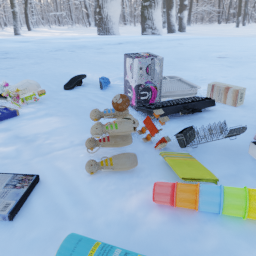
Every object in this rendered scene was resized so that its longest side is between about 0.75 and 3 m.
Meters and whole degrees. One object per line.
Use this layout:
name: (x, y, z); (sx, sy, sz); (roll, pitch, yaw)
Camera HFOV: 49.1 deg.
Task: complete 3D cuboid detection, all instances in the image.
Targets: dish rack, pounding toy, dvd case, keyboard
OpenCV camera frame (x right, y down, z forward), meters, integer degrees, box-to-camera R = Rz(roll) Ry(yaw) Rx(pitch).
dish rack: (2.284, 0.108, 7.642); (1.771, 0.483, 1.358); (-15, 5, 28)
pounding toy: (-0.071, -0.007, 9.020); (0.647, 0.650, 1.132); (41, 48, 17)
dish rack: (1.812, -1.861, 13.069); (2.333, 0.592, 2.718); (-6, 23, -16)
dvd case: (-3.073, 1.364, 5.869); (2.017, 0.177, 1.439); (2, 22, 5)
keyboard: (1.944, -0.845, 10.482); (2.931, 0.376, 1.760); (-12, 22, -26)

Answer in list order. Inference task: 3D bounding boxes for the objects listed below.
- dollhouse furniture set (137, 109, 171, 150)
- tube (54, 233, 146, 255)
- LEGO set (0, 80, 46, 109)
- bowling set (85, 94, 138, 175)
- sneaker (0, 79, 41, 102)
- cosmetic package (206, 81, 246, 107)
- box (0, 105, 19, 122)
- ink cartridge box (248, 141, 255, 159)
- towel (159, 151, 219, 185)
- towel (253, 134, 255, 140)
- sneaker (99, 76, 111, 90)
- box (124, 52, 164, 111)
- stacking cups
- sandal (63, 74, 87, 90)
dollhouse furniture set: (0.750, 0.107, 7.955); (0.509, 0.989, 0.978); (-13, 61, -43)
tube: (0.367, 2.107, 3.603); (2.759, 0.695, 1.068); (11, 34, 16)
LEGO set: (-4.236, -1.245, 11.454); (2.004, 0.922, 0.746); (8, 27, -48)
bowling set: (-0.563, -0.110, 7.235); (1.288, 1.670, 2.399); (-8, 28, -4)
sneaker: (-4.870, -1.516, 12.179); (2.113, 0.823, 1.050); (-11, 30, -4)
cosmetic package: (4.134, -1.456, 11.888); (0.641, 0.759, 1.468); (-18, 28, -37)
box: (-4.933, -0.411, 10.016); (1.033, 0.276, 1.705); (14, 28, 30)
ink cartridge box: (4.050, 0.942, 6.618); (1.141, 0.447, 2.409); (-4, 25, -10)
towel: (1.316, 0.877, 6.438); (0.821, 0.172, 1.907); (3, 10, -7)
towel: (5.098, 0.079, 8.800); (1.834, 0.291, 2.553); (12, 26, 28)
sneaker: (-1.173, -2.334, 14.294); (0.599, 0.504, 1.529); (-4, 22, -3)
box: (0.569, -1.866, 11.141); (1.169, 2.038, 1.347); (-11, 27, -21)
stacking cups: (1.581, 1.342, 5.418); (2.178, 0.659, 0.659); (4, 23, 17)
sandal: (-2.742, -2.324, 14.522); (0.675, 0.430, 1.796); (11, 38, 23)
